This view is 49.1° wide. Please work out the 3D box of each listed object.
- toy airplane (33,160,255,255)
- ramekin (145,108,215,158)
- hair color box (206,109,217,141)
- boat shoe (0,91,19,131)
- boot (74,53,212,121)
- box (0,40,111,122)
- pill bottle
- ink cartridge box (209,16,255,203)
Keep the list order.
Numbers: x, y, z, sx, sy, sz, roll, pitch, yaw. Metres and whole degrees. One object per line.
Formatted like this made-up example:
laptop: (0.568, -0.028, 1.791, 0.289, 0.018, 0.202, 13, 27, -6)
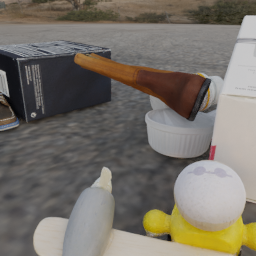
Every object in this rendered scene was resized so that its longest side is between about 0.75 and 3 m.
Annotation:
toy airplane: (0.609, 1.181, 2.442, 2.564, 1.809, 2.553, -13, 26, -21)
ramekin: (1.111, 0.090, 6.107, 1.521, 0.708, 1.521, 3, 19, -1)
hair color box: (2.595, -0.154, 6.988, 1.751, 0.536, 0.889, -20, 31, -36)
boat shoe: (-3.656, -0.561, 7.562, 0.804, 0.806, 2.226, -21, 31, -38)
boot: (0.225, -1.125, 5.817, 2.672, 0.915, 2.515, 21, 17, -3)
box: (-2.485, -1.655, 8.773, 2.892, 1.797, 2.915, -20, 31, -37)
pill bottle: (1.750, -1.013, 8.166, 2.015, 1.136, 1.136, -8, 25, -17)
ink cartridge box: (2.277, -0.449, 4.882, 1.157, 2.048, 2.795, 12, 44, 21)
